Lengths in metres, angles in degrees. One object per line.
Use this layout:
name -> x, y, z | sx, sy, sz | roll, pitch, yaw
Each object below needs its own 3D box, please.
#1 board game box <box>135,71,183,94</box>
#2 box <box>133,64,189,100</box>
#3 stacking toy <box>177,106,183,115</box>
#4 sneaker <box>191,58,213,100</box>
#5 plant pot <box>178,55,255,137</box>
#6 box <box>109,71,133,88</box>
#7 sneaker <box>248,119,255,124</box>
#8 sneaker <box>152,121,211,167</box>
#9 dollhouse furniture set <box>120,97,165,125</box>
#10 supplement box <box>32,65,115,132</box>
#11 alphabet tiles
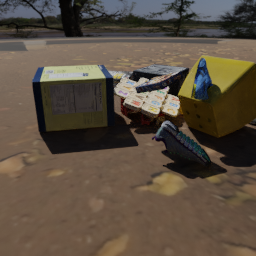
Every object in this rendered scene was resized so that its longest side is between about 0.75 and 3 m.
board game box -> 0.974, -1.458, 9.052 | 0.934, 0.239, 1.379 | -32, 17, -28
box -> 1.714, -2.449, 14.630 | 2.165, 1.334, 2.148 | 16, 28, 33
stacking toy -> 2.352, -0.800, 11.889 | 0.938, 0.685, 0.685 | -23, 27, -7
sneaker -> 2.461, -1.580, 9.096 | 0.614, 0.516, 1.565 | 10, 66, 10
plant pot -> 3.127, -0.997, 10.081 | 1.989, 2.255, 2.254 | -41, 39, -19
box -> -0.660, -2.965, 16.876 | 1.807, 0.551, 2.281 | 5, 23, 10
sneaker -> 4.737, -0.541, 11.097 | 0.417, 0.568, 1.255 | -14, 27, -28
sneaker -> 1.544, 0.605, 8.109 | 1.759, 0.770, 0.655 | 42, 21, 9
dollhouse furniture set -> 0.560, -0.791, 11.386 | 1.058, 0.800, 1.966 | -11, 25, -24
supplement box -> -2.141, -1.327, 11.223 | 2.823, 1.897, 2.826 | -5, 23, -11
alphabet tiles -> 0.828, -1.339, 11.502 | 2.727, 0.203, 2.788 | 22, 34, 5
